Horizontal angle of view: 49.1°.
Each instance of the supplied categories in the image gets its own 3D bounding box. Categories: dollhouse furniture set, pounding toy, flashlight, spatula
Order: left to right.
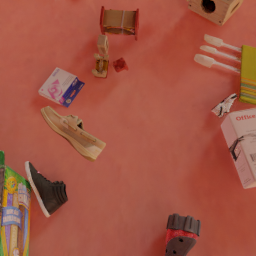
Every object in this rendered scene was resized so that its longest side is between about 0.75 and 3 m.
[{"bbox_3d":[-0.372,-2.766,9.398,1.282,0.969,2.383,7,82,3],"label":"dollhouse furniture set"},{"bbox_3d":[1.137,3.281,6.422,0.831,0.828,2.445,5,61,18],"label":"flashlight"},{"bbox_3d":[2.677,-4.763,10.097,2.406,1.101,2.113,37,70,16],"label":"pounding toy"},{"bbox_3d":[3.322,-2.440,9.558,1.894,0.152,1.317,23,63,9],"label":"spatula"}]

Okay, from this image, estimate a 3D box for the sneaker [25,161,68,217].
[{"bbox_3d":[-2.142,1.475,7.482,0.791,0.564,1.594,-28,73,-14],"label":"sneaker"}]

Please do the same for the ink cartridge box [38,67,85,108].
[{"bbox_3d":[-2.110,-1.313,8.954,1.096,0.237,1.076,24,67,13],"label":"ink cartridge box"}]

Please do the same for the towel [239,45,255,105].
[{"bbox_3d":[4.115,-1.730,9.155,0.961,0.202,2.232,14,65,-3],"label":"towel"}]

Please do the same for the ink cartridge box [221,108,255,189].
[{"bbox_3d":[3.652,0.499,7.747,1.446,0.842,2.000,-10,65,-5],"label":"ink cartridge box"}]

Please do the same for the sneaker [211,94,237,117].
[{"bbox_3d":[3.026,-0.690,8.637,0.979,0.361,0.392,-38,83,-12],"label":"sneaker"}]

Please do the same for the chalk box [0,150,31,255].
[{"bbox_3d":[-3.413,1.922,6.609,1.741,1.732,2.798,-5,64,-1],"label":"chalk box"}]

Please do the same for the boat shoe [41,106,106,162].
[{"bbox_3d":[-1.302,0.004,6.634,1.854,0.669,0.602,40,91,19],"label":"boat shoe"}]
